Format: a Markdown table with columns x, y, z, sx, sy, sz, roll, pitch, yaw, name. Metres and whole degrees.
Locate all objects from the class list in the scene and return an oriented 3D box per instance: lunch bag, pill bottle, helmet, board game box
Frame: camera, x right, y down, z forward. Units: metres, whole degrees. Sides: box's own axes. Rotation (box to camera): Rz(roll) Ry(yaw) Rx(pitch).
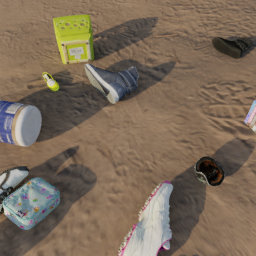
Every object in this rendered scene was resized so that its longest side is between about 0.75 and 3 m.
| x | y | z | sx | sy | sz | roll | pitch | yaw | name |
| --- | --- | --- | --- | --- | --- | --- | --- | --- | --- |
| -2.780 | 2.118 | 8.037 | 1.152 | 0.554 | 1.437 | 29 | 40 | 22 | lunch bag |
| -4.485 | -0.262 | 9.698 | 2.574 | 1.429 | 1.429 | 10 | 49 | 9 | pill bottle |
| 2.495 | 1.333 | 8.687 | 0.875 | 0.875 | 0.834 | -15 | 21 | -13 | helmet |
| 4.992 | -0.238 | 9.898 | 0.674 | 1.110 | 1.392 | -19 | 52 | -17 | board game box |

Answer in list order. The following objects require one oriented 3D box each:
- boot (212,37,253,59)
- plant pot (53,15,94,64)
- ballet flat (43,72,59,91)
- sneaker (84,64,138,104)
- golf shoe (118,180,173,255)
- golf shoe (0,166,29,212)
| x | y | z | sx | sy | sz | roll | pitch | yaw | name |
| --- | --- | --- | --- | --- | --- | --- | --- | --- | --- |
| 5.042 | -4.103 | 13.595 | 1.660 | 0.625 | 1.241 | 38 | 65 | 16 | boot |
| -2.413 | -3.964 | 12.851 | 1.710 | 1.702 | 1.552 | -9 | 55 | -7 | plant pot |
| -3.319 | -1.990 | 11.895 | 0.395 | 0.396 | 1.182 | -39 | 56 | -2 | ballet flat |
| -0.606 | -2.172 | 11.675 | 1.694 | 0.892 | 2.345 | -35 | 63 | -18 | sneaker |
| 0.761 | 2.629 | 7.637 | 1.161 | 0.956 | 2.538 | 30 | 59 | 9 | golf shoe |
| -3.787 | 1.991 | 8.259 | 2.173 | 0.845 | 1.027 | -34 | 70 | -21 | golf shoe |
